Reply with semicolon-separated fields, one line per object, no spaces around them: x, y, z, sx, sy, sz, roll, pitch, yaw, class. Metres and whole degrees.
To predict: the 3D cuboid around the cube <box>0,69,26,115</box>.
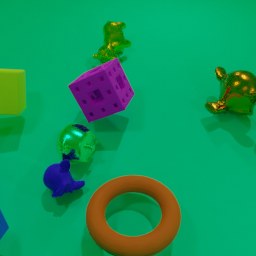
-2.972;-0.866;6.537;0.975;0.975;0.975;1;14;-11;cube

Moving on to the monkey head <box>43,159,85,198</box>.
-1.294;1.008;5.648;0.771;1.071;0.646;-6;67;-37;monkey head

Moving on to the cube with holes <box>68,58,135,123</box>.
-0.595;-0.907;6.708;1.002;1.002;1.002;-18;22;24;cube with holes

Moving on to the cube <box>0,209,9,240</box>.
-2.468;1.542;4.327;0.750;0.750;0.750;-19;11;3;cube

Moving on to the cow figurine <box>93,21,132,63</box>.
-0.566;-2.716;8.857;1.399;1.421;0.780;-15;0;-43;cow figurine

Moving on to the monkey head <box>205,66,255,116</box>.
2.625;-0.885;7.031;1.322;1.108;1.838;-10;33;-22;monkey head

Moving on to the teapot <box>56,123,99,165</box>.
-1.080;0.372;6.035;0.739;0.938;1.509;9;9;22;teapot

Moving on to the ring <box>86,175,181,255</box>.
0.092;1.510;5.012;1.693;0.339;1.693;-1;37;1;ring
